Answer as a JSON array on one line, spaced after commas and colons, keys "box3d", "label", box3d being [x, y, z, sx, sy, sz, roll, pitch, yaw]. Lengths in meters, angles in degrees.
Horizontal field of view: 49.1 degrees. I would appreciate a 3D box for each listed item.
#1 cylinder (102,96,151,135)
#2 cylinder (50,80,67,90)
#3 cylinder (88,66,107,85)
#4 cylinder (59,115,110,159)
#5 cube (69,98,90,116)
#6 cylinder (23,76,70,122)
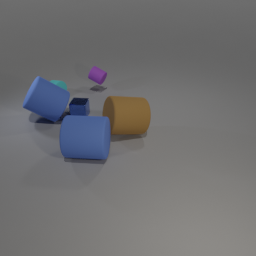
[{"box3d": [-0.080, -0.461, 10.386, 1.400, 1.400, 1.400, 0, 28, -23], "label": "cylinder"}, {"box3d": [-3.451, -1.961, 13.636, 0.700, 0.700, 0.700, 13, 31, 41], "label": "cylinder"}, {"box3d": [-1.513, -2.619, 13.962, 0.700, 0.700, 0.700, 30, 36, 6], "label": "cylinder"}, {"box3d": [-1.367, 0.303, 9.236, 1.400, 1.400, 1.400, 2, 31, 5], "label": "cylinder"}, {"box3d": [-2.070, -0.841, 12.012, 0.700, 0.700, 0.700, 3, 31, 6], "label": "cube"}, {"box3d": [-3.301, -1.156, 11.350, 1.400, 1.400, 1.400, 27, 20, -27], "label": "cylinder"}]
